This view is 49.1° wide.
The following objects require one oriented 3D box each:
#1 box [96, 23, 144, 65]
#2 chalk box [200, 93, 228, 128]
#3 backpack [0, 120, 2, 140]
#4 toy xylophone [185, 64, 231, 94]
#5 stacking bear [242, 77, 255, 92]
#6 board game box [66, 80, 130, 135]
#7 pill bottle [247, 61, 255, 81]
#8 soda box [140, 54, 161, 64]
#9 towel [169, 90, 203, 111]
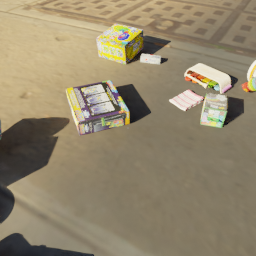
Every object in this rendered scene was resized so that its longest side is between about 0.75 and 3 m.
[{"bbox_3d":[-0.369,-4.227,14.015,1.675,1.061,1.739,21,52,24],"label":"box"},{"bbox_3d":[3.083,-0.554,10.062,0.794,0.790,1.277,13,43,12],"label":"chalk box"},{"bbox_3d":[-4.463,0.066,8.676,0.892,1.176,1.409,-15,1,-35],"label":"backpack"},{"bbox_3d":[3.321,-2.148,12.106,1.538,0.528,2.101,-24,46,-26],"label":"toy xylophone"},{"bbox_3d":[5.013,-1.709,11.162,0.606,0.998,0.568,37,69,-18],"label":"stacking bear"},{"bbox_3d":[-1.178,-0.829,10.493,1.871,0.642,2.264,-14,43,-13],"label":"board game box"},{"bbox_3d":[6.053,-1.912,11.248,1.282,1.282,2.203,-19,44,-21],"label":"pill bottle"},{"bbox_3d":[1.119,-3.376,13.706,0.983,0.312,0.336,10,42,11],"label":"soda box"},{"bbox_3d":[2.340,-1.135,11.200,1.168,0.175,0.854,-29,48,-29],"label":"towel"}]
